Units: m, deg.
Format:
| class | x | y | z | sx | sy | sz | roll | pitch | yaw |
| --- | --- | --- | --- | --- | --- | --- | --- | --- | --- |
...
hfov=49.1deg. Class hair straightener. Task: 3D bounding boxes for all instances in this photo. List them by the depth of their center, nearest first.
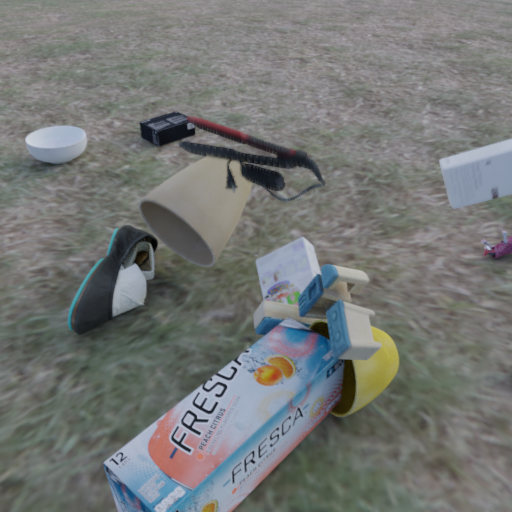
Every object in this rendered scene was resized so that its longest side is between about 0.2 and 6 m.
| class | x | y | z | sx | sy | sz | roll | pitch | yaw |
| --- | --- | --- | --- | --- | --- | --- | --- | --- | --- |
| hair straightener | -0.100 | -1.239 | 7.780 | 2.181 | 0.839 | 0.446 | 21 | 2 | 12 |

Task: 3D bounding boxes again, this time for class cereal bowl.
| class | x | y | z | sx | sy | sz | roll | pitch | yaw |
| --- | --- | --- | --- | --- | --- | --- | --- | --- | --- |
| cereal bowl | -4.594 | -2.516 | 12.985 | 1.339 | 0.558 | 1.339 | 0 | 33 | 0 |

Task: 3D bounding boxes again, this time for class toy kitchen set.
| class | x | y | z | sx | sy | sz | roll | pitch | yaw |
| --- | --- | --- | --- | --- | --- | --- | --- | --- | --- |
| toy kitchen set | 0.649 | 0.883 | 6.621 | 0.870 | 1.477 | 1.184 | 11 | 50 | -18 |

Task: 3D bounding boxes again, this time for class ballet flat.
| class | x | y | z | sx | sy | sz | roll | pitch | yaw |
| --- | --- | --- | --- | --- | --- | --- | --- | --- | --- |
| ballet flat | -2.059 | 0.281 | 8.642 | 0.869 | 0.863 | 2.540 | 10 | 35 | -1 |

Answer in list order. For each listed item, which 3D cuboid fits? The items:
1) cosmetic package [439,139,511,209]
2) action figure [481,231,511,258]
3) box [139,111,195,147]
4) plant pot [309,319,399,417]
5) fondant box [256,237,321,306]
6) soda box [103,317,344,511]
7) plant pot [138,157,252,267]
| class | x | y | z | sx | sy | sz | roll | pitch | yaw |
| --- | --- | --- | --- | --- | --- | --- | --- | --- | --- |
| cosmetic package | 3.512 | -1.249 | 8.317 | 1.381 | 0.702 | 0.511 | -15 | 24 | 17 |
| action figure | 4.302 | -0.112 | 9.702 | 0.831 | 0.557 | 0.619 | -20 | 82 | -7 |
| box | -2.223 | -3.211 | 14.106 | 1.148 | 0.453 | 0.810 | -27 | 46 | -33 |
| plant pot | 1.238 | 1.296 | 6.901 | 0.833 | 1.173 | 1.173 | -8 | 34 | -24 |
| fondant box | 0.507 | 0.417 | 7.954 | 0.829 | 0.335 | 1.149 | -26 | 53 | 21 |
| soda box | -0.207 | 1.871 | 6.082 | 0.892 | 0.959 | 2.806 | 27 | 44 | 34 |
| plant pot | -0.788 | -0.900 | 9.028 | 1.508 | 1.508 | 1.610 | 24 | 63 | 31 |
